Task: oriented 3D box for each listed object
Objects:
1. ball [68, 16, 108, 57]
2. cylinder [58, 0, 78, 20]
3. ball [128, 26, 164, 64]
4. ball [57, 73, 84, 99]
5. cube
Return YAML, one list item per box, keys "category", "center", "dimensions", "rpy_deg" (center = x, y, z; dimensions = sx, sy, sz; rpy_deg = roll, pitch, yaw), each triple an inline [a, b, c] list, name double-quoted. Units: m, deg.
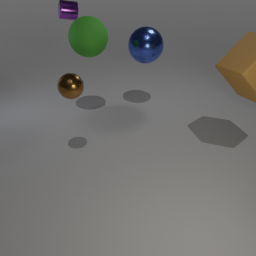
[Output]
- category: "ball"
  center: [-1.403, -3.222, 9.915]
  dimensions: [1.400, 1.400, 1.400]
  rpy_deg: [0, 30, 0]
- category: "cylinder"
  center: [-2.392, -4.707, 11.192]
  dimensions: [0.700, 0.700, 0.700]
  rpy_deg: [-3, 29, -21]
- category: "ball"
  center: [0.700, -3.254, 11.023]
  dimensions: [1.400, 1.400, 1.400]
  rpy_deg: [0, 30, 0]
- category: "ball"
  center: [-1.535, -1.119, 7.510]
  dimensions: [0.700, 0.700, 0.700]
  rpy_deg: [0, 30, 0]
- category: "cube"
  center: [3.701, -1.703, 7.997]
  dimensions: [1.400, 1.400, 1.400]
  rpy_deg: [-46, 26, 6]
